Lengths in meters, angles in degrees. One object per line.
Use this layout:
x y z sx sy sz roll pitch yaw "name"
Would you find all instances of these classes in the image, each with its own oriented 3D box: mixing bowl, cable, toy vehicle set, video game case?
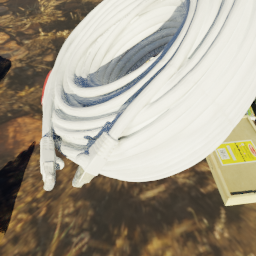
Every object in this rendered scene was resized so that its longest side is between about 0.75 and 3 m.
-1.632 -1.233 7.910 1.718 0.931 1.718 2 32 -1 "mixing bowl"
0.209 -0.833 3.491 2.997 1.038 2.997 -38 39 13 "cable"
2.637 0.646 6.700 1.474 0.314 2.372 -5 45 -5 "toy vehicle set"
3.274 -0.636 8.122 0.928 0.117 1.020 7 45 7 "video game case"

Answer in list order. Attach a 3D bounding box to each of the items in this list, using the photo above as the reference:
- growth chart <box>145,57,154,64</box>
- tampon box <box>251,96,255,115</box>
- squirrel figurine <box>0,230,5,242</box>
0.703 -1.868 9.272 2.715 0.241 1.965 -14 48 -12 "growth chart"
4.271 -0.430 7.007 1.512 1.274 2.018 5 45 -3 "tampon box"
-3.025 2.017 5.063 1.045 0.792 1.120 4 42 13 "squirrel figurine"
